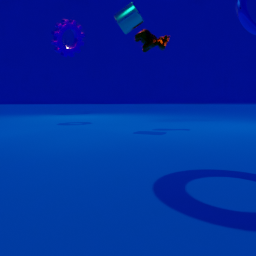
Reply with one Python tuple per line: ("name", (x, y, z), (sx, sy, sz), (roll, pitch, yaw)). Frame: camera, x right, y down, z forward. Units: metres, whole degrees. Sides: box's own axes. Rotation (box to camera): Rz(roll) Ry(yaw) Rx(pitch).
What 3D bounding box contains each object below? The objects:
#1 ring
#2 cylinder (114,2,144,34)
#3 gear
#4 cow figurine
("ring", (3.166, -2.910, 6.959), (1.246, 1.246, 0.249), (-3, -6, -27))
("cylinder", (0.026, -3.450, 8.831), (0.703, 0.703, 0.703), (-31, -2, 13))
("gear", (-2.569, -3.848, 12.045), (0.284, 1.538, 1.538), (27, 22, 38))
("cow figurine", (0.847, -2.999, 9.470), (0.994, 1.010, 0.554), (-35, -5, 0))
